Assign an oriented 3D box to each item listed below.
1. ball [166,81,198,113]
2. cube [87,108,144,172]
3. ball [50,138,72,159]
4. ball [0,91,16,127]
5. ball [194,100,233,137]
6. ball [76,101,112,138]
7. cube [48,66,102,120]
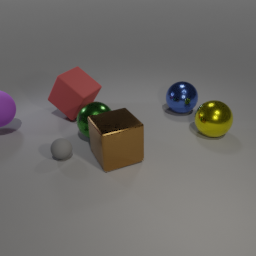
[{"bbox_3d":[2.360,-1.341,12.284,1.400,1.400,1.400,0,29,0],"label":"ball"},{"bbox_3d":[-0.398,0.344,9.171,1.400,1.400,1.400,-14,32,-20],"label":"cube"},{"bbox_3d":[-2.208,0.684,9.283,0.700,0.700,0.700,0,29,0],"label":"ball"},{"bbox_3d":[-4.960,-0.722,10.537,1.400,1.400,1.400,0,29,0],"label":"ball"},{"bbox_3d":[3.226,-0.348,10.562,1.400,1.400,1.400,0,29,0],"label":"ball"},{"bbox_3d":[-1.192,-0.279,10.344,1.400,1.400,1.400,0,29,0],"label":"ball"},{"bbox_3d":[-2.237,-1.473,11.785,1.400,1.400,1.400,40,39,4],"label":"cube"}]
